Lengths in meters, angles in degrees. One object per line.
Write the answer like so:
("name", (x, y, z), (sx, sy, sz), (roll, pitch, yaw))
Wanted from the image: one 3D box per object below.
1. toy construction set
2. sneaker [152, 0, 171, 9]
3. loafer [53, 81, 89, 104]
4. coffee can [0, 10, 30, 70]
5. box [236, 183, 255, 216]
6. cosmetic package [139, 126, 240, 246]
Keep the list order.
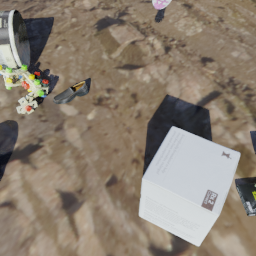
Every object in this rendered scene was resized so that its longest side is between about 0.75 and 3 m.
("toy construction set", (-3.507, -1.422, 9.497), (1.363, 0.957, 2.078), (-11, 55, -40))
("sneaker", (0.823, -3.101, 6.127), (0.423, 1.051, 0.465), (18, 8, -8))
("loafer", (-1.990, -1.246, 9.663), (1.306, 0.472, 0.476), (-29, 57, -21))
("coffee can", (-5.273, -3.062, 10.108), (2.877, 2.105, 2.105), (-5, 50, -5))
("box", (3.355, 1.836, 7.277), (0.802, 0.197, 0.830), (-3, 50, -6))
("cosmetic package", (1.339, 1.370, 6.493), (1.633, 1.979, 1.631), (22, 54, 18))
